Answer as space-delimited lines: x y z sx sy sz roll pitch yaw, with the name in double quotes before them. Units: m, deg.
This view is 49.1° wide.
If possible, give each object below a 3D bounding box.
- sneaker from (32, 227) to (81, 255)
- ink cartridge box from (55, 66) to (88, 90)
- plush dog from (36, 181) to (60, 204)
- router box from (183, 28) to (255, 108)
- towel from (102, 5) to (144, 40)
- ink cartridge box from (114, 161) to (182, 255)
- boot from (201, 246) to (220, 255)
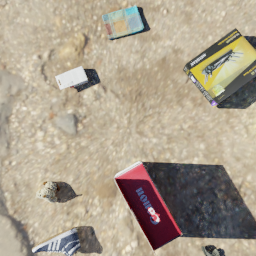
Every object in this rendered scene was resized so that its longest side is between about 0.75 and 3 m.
"sneaker" -2.762 4.737 11.004 1.852 0.649 1.005 -24 82 -6
"ink cartridge box" -2.380 -2.079 11.888 1.224 0.308 0.667 -22 83 -5
"plush dog" -3.198 2.513 11.302 0.894 0.717 0.768 22 61 2
"router box" 4.038 -2.506 11.724 2.713 0.708 2.133 -37 82 -4
"towel" -0.214 -4.621 12.270 1.641 0.178 1.203 -16 83 -2
"ink cartridge box" 0.685 2.759 10.265 1.209 2.532 2.884 -30 85 -3
"boot" 3.324 4.970 11.194 0.546 0.283 0.836 -29 92 -8
